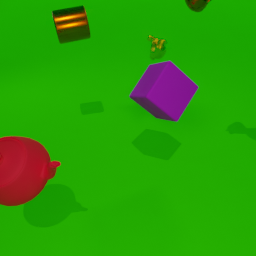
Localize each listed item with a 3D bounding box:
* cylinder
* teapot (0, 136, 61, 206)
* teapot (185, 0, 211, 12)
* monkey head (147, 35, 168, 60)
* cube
[{"bbox_3d":[-1.403,-2.565,6.970,0.794,0.794,0.794,-14,34,-8],"label":"cylinder"},{"bbox_3d":[-1.778,0.612,4.381,1.828,0.895,1.137,1,64,14],"label":"teapot"},{"bbox_3d":[2.071,-3.792,8.098,1.263,0.785,0.618,-7,-8,-40],"label":"teapot"},{"bbox_3d":[0.875,-2.569,8.959,0.744,0.623,1.034,25,-8,-7],"label":"monkey head"},{"bbox_3d":[0.762,-0.788,6.118,0.915,0.915,0.915,-57,23,-7],"label":"cube"}]
